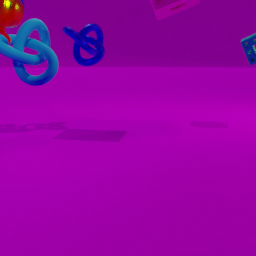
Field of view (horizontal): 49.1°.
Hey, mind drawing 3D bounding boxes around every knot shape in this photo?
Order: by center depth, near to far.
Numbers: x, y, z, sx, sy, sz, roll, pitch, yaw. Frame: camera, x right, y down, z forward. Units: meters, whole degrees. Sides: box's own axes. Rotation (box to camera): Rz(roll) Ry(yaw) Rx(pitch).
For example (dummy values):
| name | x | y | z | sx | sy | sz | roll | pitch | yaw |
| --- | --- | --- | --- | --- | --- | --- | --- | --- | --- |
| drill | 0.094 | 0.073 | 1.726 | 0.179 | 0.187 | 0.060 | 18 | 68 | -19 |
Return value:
| name | x | y | z | sx | sy | sz | roll | pitch | yaw |
| --- | --- | --- | --- | --- | --- | --- | --- | --- | --- |
| knot shape | -2.778 | -2.301 | 8.040 | 1.892 | 1.771 | 0.874 | 37 | -34 | -24 |
| knot shape | -1.197 | -2.614 | 8.500 | 0.674 | 1.459 | 1.365 | -36 | 4 | 46 |

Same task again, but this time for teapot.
| name | x | y | z | sx | sy | sz | roll | pitch | yaw |
| --- | --- | --- | --- | --- | --- | --- | --- | --- | --- |
| teapot | -2.247 | -2.163 | 5.254 | 0.690 | 1.110 | 0.543 | 19 | 8 | 30 |

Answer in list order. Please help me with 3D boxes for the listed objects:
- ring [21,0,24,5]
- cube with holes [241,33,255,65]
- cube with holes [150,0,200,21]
| name | x | y | z | sx | sy | sz | roll | pitch | yaw |
| --- | --- | --- | --- | --- | --- | --- | --- | --- | --- |
| ring | -3.557 | -3.562 | 7.722 | 1.344 | 0.269 | 1.344 | 4 | -25 | 2 |
| cube with holes | 4.058 | -2.531 | 8.710 | 0.784 | 0.784 | 0.784 | -21 | 11 | 30 |
| cube with holes | 1.071 | -3.608 | 7.017 | 1.202 | 1.202 | 1.202 | -18 | 7 | 12 |
